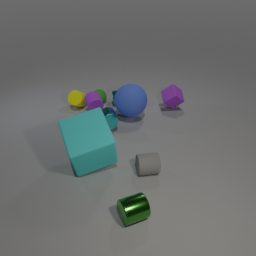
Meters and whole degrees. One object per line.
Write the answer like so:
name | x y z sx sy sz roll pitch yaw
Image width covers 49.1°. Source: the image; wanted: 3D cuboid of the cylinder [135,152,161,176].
cylinder | 0.646 1.170 9.115 0.700 0.700 0.700 -5 32 -8

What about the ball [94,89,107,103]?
ball | -1.386 -1.512 13.513 0.700 0.700 0.700 0 31 0

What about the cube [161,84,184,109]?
cube | 2.017 -1.428 12.652 0.700 0.700 0.700 25 46 -40

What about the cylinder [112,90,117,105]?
cylinder | -0.354 -1.472 13.327 0.700 0.700 0.700 -11 31 3

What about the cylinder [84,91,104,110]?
cylinder | -1.511 -1.151 12.414 0.700 0.700 0.700 -12 43 -18

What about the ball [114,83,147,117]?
ball | 0.120 -1.177 11.855 1.400 1.400 1.400 0 31 0

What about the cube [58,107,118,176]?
cube | -1.242 0.455 8.903 1.400 1.400 1.400 -19 59 -10

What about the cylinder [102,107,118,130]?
cylinder | -0.794 -0.392 11.329 0.700 0.700 0.700 -6 29 -10

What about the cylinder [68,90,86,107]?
cylinder | -2.334 -1.349 12.996 0.700 0.700 0.700 7 -1 11

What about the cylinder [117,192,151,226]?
cylinder | 0.146 2.158 7.501 0.700 0.700 0.700 -14 34 -21
